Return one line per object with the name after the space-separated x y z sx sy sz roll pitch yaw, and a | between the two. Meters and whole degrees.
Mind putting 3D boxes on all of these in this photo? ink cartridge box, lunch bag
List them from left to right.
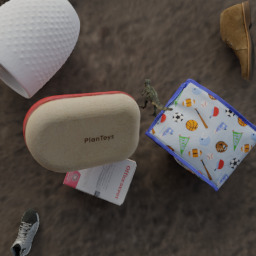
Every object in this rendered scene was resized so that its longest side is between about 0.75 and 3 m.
-0.724 1.199 7.529 1.633 0.676 1.196 21 88 1 | ink cartridge box
1.835 0.111 7.248 2.250 1.393 1.913 37 89 -5 | lunch bag

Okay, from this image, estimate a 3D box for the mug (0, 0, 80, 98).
-2.668 -2.388 7.210 2.661 1.964 2.333 29 71 30 | mug

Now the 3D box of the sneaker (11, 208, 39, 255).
-2.746 2.847 7.418 0.487 0.749 1.297 10 88 0 | sneaker

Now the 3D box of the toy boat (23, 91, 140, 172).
-1.129 -0.083 6.777 2.689 1.758 1.755 -8 114 -26 | toy boat

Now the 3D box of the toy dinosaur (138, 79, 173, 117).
0.595 -0.649 6.897 0.343 1.444 0.636 1 129 -29 | toy dinosaur

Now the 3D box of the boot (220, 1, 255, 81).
3.067 -2.327 7.795 0.811 0.791 2.150 -7 88 25 | boot
